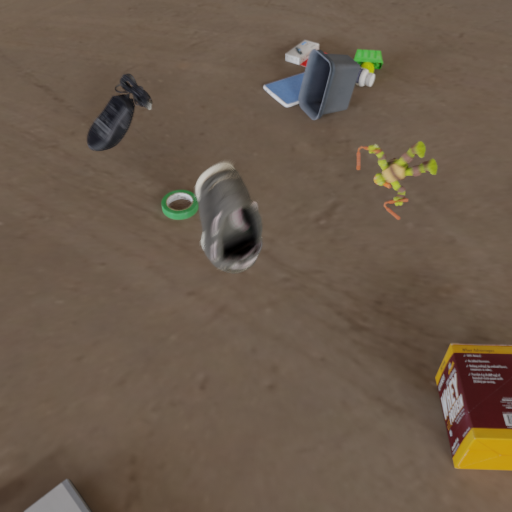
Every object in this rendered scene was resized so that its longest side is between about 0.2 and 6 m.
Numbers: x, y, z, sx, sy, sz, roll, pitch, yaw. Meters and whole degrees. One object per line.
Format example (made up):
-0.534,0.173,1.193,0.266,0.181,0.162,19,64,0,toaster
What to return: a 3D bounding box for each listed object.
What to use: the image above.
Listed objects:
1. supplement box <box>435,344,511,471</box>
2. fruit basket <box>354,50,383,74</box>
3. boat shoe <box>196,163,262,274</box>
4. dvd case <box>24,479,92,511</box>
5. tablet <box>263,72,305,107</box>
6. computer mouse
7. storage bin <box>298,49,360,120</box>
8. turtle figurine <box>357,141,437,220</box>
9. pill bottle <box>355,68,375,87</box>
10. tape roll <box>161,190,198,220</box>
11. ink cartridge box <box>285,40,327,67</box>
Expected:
3.180,1.942,7.233,1.313,0.884,1.331,1,47,1,supplement box
2.719,-4.643,13.717,0.780,0.562,0.780,0,90,5,fruit basket
-0.282,-0.228,7.028,0.748,2.236,0.637,-27,61,-9,boat shoe
-2.550,3.759,5.969,2.229,0.276,1.675,-34,55,-28,dvd case
1.109,-3.995,13.283,1.633,0.112,1.063,-24,51,-21,tablet
-2.581,-2.574,10.589,1.553,0.409,1.075,-49,55,10,computer mouse
1.614,-3.820,12.364,0.931,1.387,1.009,-12,48,-27,storage bin
2.455,-1.393,9.521,0.466,1.168,1.448,-37,101,-44,turtle figurine
2.426,-4.283,13.348,0.737,0.409,0.409,25,52,21,pill bottle
-1.418,-0.955,10.426,0.672,0.161,0.672,-1,47,1,tape roll
1.343,-5.134,14.276,0.833,0.211,0.945,27,53,24,ink cartridge box
